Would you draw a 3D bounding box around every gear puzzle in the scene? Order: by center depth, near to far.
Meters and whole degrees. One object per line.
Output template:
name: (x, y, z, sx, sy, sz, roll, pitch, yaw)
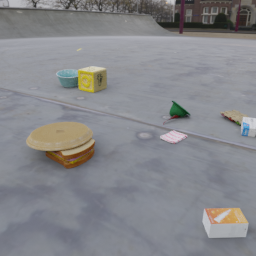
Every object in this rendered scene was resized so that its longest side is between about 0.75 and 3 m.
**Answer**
gear puzzle: (5.030, -0.312, 12.305, 1.012, 0.256, 1.954, -9, 28, -24)

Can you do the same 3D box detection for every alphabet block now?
alphabet block: (-2.150, -2.981, 17.072, 1.276, 1.283, 1.306, 14, 27, 32)

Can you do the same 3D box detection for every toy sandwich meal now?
toy sandwich meal: (-2.249, 0.518, 9.719, 2.490, 0.853, 2.490, -2, 21, 1)

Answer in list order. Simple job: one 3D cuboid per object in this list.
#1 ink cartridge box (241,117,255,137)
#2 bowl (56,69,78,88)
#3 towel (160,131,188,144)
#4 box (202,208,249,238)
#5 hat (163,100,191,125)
ink cartridge box: (5.093, -0.009, 11.131, 1.048, 0.442, 0.765, 9, 38, 16)
bowl: (-3.704, -3.092, 17.786, 1.571, 0.821, 1.571, 1, 30, -1)
towel: (1.789, 0.331, 10.894, 0.944, 0.141, 0.691, -22, 32, -40)
box: (2.195, 2.150, 6.368, 0.844, 0.411, 0.525, -1, 24, -2)
hat: (2.070, -0.531, 12.884, 1.292, 1.137, 1.070, 34, 6, -38)
